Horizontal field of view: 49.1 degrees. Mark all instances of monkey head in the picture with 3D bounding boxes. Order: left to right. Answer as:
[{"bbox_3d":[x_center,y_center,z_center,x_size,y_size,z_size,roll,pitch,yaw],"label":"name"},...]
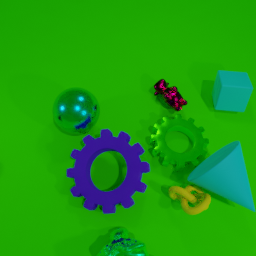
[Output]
[{"bbox_3d":[-0.079,2.853,5.989,1.834,1.320,1.105,-17,97,-1],"label":"monkey head"}]

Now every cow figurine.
[{"bbox_3d":[1.244,-0.979,8.398,0.593,1.063,1.080,-41,99,1],"label":"cow figurine"}]

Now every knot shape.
[{"bbox_3d":[1.568,1.667,6.700,0.993,0.490,1.061,3,11,-42],"label":"knot shape"}]

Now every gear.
[{"bbox_3d":[-0.492,1.046,6.896,2.002,0.370,2.002,-3,74,12],"label":"gear"},{"bbox_3d":[1.393,0.370,7.673,1.574,0.291,1.574,2,61,-4],"label":"gear"}]

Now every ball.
[{"bbox_3d":[-1.391,-0.467,7.580,1.261,1.261,1.261,0,58,0],"label":"ball"}]

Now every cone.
[{"bbox_3d":[2.388,1.307,6.351,1.454,1.454,1.460,-37,84,-20],"label":"cone"}]

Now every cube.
[{"bbox_3d":[3.013,-1.080,8.198,0.852,0.852,0.852,6,41,4],"label":"cube"}]
